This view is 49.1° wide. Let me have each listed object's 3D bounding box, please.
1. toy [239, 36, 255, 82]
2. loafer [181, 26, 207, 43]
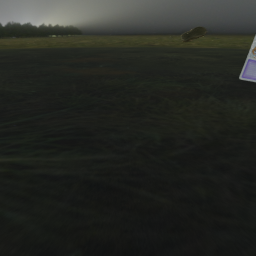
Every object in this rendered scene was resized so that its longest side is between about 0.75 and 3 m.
[{"bbox_3d":[3.855,-2.212,6.375,1.590,2.761,0.652,8,30,-13],"label":"toy"},{"bbox_3d":[2.710,-3.877,11.656,1.146,0.436,0.386,-17,-6,-3],"label":"loafer"}]
